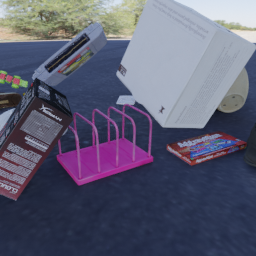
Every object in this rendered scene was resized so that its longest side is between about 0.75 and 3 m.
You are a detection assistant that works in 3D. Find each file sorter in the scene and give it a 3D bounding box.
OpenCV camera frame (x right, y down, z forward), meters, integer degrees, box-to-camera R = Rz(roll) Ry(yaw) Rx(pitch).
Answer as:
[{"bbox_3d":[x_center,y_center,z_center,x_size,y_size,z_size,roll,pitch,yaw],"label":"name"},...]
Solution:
[{"bbox_3d":[-0.666,0.287,7.787,2.296,1.440,1.596,-13,26,-30],"label":"file sorter"}]

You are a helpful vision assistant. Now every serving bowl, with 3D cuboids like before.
[{"bbox_3d":[-3.489,-0.260,9.939,2.574,0.847,2.574,-1,22,0],"label":"serving bowl"}]

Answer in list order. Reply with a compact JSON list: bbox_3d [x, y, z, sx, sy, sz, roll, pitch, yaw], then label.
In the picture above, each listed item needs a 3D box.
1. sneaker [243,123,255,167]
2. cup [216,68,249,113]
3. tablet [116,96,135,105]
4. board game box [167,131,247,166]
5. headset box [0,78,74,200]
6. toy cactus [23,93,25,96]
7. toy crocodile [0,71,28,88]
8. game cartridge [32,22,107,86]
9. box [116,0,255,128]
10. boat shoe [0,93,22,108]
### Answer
[{"bbox_3d":[3.876,0.363,8.090,0.910,1.088,2.397,8,24,14],"label":"sneaker"},{"bbox_3d":[4.226,-1.556,11.995,2.109,2.109,1.508,0,47,-1],"label":"cup"},{"bbox_3d":[-0.064,-1.378,13.694,0.860,0.090,1.321,2,22,5],"label":"tablet"},{"bbox_3d":[2.461,0.566,8.737,2.252,0.219,1.159,-12,24,-27],"label":"board game box"},{"bbox_3d":[-2.545,0.269,6.824,0.986,2.629,1.954,33,8,-26],"label":"headset box"},{"bbox_3d":[-4.495,-1.566,13.495,1.278,0.792,1.549,7,30,42],"label":"toy cactus"},{"bbox_3d":[-2.562,-1.052,6.077,0.757,0.256,0.234,18,-10,-29],"label":"toy crocodile"},{"bbox_3d":[-2.047,-2.633,10.437,2.971,0.607,1.978,-38,7,5],"label":"game cartridge"},{"bbox_3d":[1.201,-1.561,6.672,1.509,2.310,2.297,1,38,-38],"label":"box"},{"bbox_3d":[-5.949,-1.209,12.484,2.220,0.820,0.821,-3,13,-35],"label":"boat shoe"}]
